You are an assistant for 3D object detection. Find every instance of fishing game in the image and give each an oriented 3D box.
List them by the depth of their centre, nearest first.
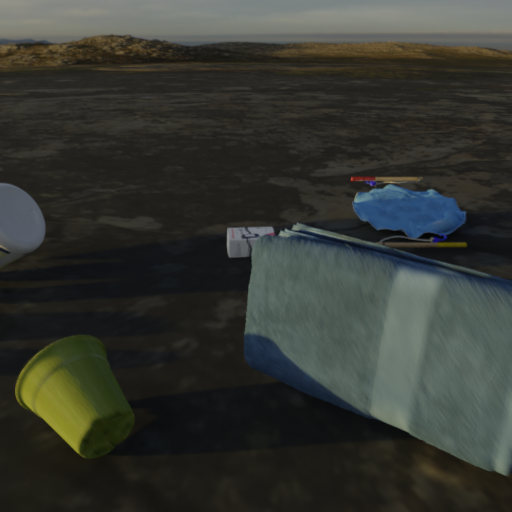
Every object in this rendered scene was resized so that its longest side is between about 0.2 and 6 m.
[{"bbox_3d":[2.649,-0.746,9.787,1.966,0.427,2.745,-2,31,-4],"label":"fishing game"}]

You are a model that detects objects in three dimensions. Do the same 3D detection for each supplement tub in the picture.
[{"bbox_3d":[-3.593,-0.275,7.398,1.335,0.968,0.968,-23,15,22],"label":"supplement tub"}]

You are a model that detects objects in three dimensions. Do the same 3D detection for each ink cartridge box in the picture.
[{"bbox_3d":[-0.080,-0.214,8.609,0.723,0.305,0.523,-2,23,-5],"label":"ink cartridge box"}]

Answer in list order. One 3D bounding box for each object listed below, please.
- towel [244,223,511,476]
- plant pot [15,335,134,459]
[{"bbox_3d":[1.163,0.701,4.670,2.649,1.479,0.643,17,17,27],"label":"towel"},{"bbox_3d":[-1.442,1.238,4.707,0.834,0.834,0.792,-20,46,-39],"label":"plant pot"}]
